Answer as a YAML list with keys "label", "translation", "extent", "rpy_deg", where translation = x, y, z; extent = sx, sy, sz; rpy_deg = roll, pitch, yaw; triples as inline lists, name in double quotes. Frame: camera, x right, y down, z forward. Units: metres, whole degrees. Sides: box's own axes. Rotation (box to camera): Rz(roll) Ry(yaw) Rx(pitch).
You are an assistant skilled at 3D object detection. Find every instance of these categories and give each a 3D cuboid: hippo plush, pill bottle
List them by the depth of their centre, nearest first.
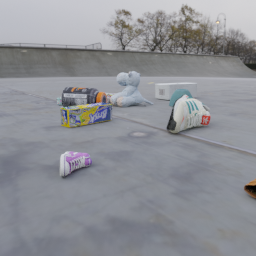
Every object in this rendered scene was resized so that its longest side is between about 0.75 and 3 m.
- label: "pill bottle"
  translation: [-2.140, -1.439, 13.946]
  extent: [2.143, 1.138, 1.138]
  rpy_deg: [5, 14, 19]
- label: "hippo plush"
  translation: [-0.001, -2.185, 15.513]
  extent: [2.320, 1.866, 1.848]
  rpy_deg: [8, 15, 31]

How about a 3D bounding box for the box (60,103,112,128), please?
- label: "box"
  translation: [-1.587, -0.539, 10.959]
  extent: [2.036, 0.713, 0.655]
  rpy_deg: [-12, 18, -42]

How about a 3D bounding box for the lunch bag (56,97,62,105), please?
- label: "lunch bag"
  translation: [-3.529, -1.568, 16.051]
  extent: [1.122, 0.433, 0.900]
  rpy_deg: [-5, 14, -20]

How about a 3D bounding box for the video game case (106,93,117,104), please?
- label: "video game case"
  translation: [-1.772, -1.896, 17.417]
  extent: [2.538, 0.454, 2.300]
  rpy_deg: [9, 16, 33]

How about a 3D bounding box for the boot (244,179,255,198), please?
- label: "boot"
  translation: [2.645, 1.044, 4.782]
  extent: [0.843, 0.416, 1.086]
  rpy_deg: [-8, 14, -33]

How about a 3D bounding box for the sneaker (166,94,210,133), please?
- label: "sneaker"
  translation: [2.305, -0.461, 10.086]
  extent: [1.297, 0.976, 2.773]
  rpy_deg: [20, 25, 15]

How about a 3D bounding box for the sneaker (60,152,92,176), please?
- label: "sneaker"
  translation: [-1.130, 0.748, 6.154]
  extent: [0.638, 0.406, 1.120]
  rpy_deg: [3, 13, -2]

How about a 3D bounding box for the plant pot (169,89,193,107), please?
- label: "plant pot"
  translation: [2.960, -1.670, 15.446]
  extent: [1.352, 0.911, 1.352]
  rpy_deg: [-1, 13, 0]

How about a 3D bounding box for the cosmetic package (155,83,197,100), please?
- label: "cosmetic package"
  translation: [3.212, -2.470, 18.597]
  extent: [2.539, 1.030, 1.433]
  rpy_deg: [-10, 15, -34]
